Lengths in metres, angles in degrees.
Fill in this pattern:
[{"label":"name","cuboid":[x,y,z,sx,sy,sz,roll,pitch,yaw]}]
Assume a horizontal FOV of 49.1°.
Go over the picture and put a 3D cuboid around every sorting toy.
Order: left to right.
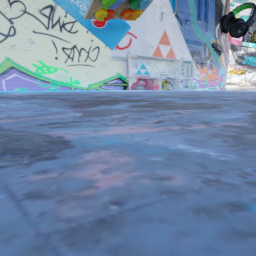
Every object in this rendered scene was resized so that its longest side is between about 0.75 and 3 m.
[{"label":"sorting toy","cuboid":[-0.175,-2.986,6.920,1.573,0.310,1.700,-9,2,-21]}]

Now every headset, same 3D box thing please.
[{"label":"headset","cuboid":[1.917,-1.791,5.060,0.463,0.986,0.609,38,15,-34]}]

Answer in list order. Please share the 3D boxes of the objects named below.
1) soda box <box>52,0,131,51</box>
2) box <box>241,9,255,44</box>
[{"label":"soda box","cuboid":[-1.262,-3.677,8.457,2.803,0.951,0.899,36,20,-20]},{"label":"box","cuboid":[4.469,-3.557,9.683,0.231,1.227,0.838,5,19,-22]}]
